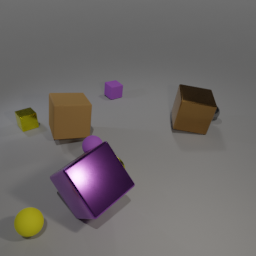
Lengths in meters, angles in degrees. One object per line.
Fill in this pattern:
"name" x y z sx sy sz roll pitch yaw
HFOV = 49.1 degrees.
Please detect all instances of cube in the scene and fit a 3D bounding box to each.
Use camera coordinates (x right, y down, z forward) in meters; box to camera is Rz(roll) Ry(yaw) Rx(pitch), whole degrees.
"cube" 2.664 -0.778 11.543 1.400 1.400 1.400 10 36 -1
"cube" -0.969 1.404 7.410 1.400 1.400 1.400 -34 3 -32
"cube" -4.280 -0.365 11.856 0.700 0.700 0.700 -21 36 -31
"cube" -2.294 -0.503 10.951 1.400 1.400 1.400 -3 27 -22
"cube" -0.753 -1.988 14.546 0.700 0.700 0.700 -17 40 -32

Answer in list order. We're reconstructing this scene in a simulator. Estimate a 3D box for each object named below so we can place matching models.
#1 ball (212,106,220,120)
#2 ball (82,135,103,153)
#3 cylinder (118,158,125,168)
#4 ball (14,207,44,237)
"ball" 3.721 -0.713 12.452 0.700 0.700 0.700 0 30 0
"ball" -1.179 0.595 9.345 0.700 0.700 0.700 0 30 0
"cylinder" -0.564 1.347 8.906 0.700 0.700 0.700 20 36 30
"ball" -2.462 2.340 6.979 0.700 0.700 0.700 0 30 0
